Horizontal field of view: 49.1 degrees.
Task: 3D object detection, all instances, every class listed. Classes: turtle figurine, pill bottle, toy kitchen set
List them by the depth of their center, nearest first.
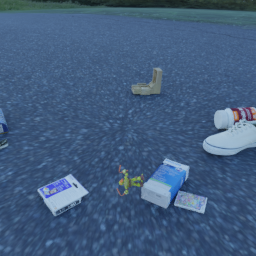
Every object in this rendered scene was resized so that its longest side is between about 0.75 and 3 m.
[{"bbox_3d":[0.056,1.315,7.013,0.672,0.833,0.268,-4,12,-11],"label":"turtle figurine"},{"bbox_3d":[4.026,-0.347,10.446,1.418,0.809,0.809,-3,30,-7],"label":"pill bottle"},{"bbox_3d":[0.836,-2.362,13.645,1.314,1.186,1.072,-3,28,-13],"label":"toy kitchen set"}]

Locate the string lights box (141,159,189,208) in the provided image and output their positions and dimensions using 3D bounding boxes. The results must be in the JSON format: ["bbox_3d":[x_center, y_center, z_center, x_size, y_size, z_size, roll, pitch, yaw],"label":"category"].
[{"bbox_3d":[1.043,1.456,7.630,0.746,0.428,1.453,17,34,28],"label":"string lights box"}]

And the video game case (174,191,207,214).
[{"bbox_3d":[1.622,1.896,7.223,0.752,0.068,0.538,11,31,19],"label":"video game case"}]

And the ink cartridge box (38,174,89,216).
[{"bbox_3d":[-1.694,1.728,7.357,1.006,0.218,0.996,-23,37,-31],"label":"ink cartridge box"}]

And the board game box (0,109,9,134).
[{"bbox_3d":[-5.890,-0.343,10.562,2.248,0.693,2.246,-15,34,-25],"label":"board game box"}]

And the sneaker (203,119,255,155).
[{"bbox_3d":[3.712,0.182,9.371,2.659,0.941,0.971,-11,31,-19],"label":"sneaker"}]

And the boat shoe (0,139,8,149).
[{"bbox_3d":[-4.405,0.593,9.352,0.278,0.251,0.787,21,36,33],"label":"boat shoe"}]
